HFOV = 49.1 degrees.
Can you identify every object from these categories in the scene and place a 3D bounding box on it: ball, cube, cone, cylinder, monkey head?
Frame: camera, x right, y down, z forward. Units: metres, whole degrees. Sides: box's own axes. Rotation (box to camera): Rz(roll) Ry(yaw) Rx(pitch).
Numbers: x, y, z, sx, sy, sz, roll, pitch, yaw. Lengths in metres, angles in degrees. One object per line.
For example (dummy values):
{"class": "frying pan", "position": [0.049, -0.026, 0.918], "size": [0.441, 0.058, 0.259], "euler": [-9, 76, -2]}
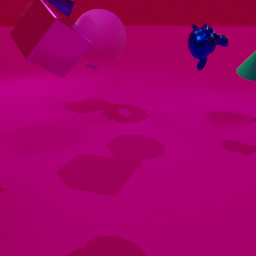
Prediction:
{"class": "ball", "position": [-0.710, -2.248, 7.003], "size": [1.343, 1.343, 1.343], "euler": [0, 22, 0]}
{"class": "cube", "position": [-1.605, -1.865, 5.838], "size": [1.019, 1.019, 1.019], "euler": [21, 26, -54]}
{"class": "cone", "position": [3.865, -2.046, 8.426], "size": [0.919, 0.923, 0.919], "euler": [0, 42, 0]}
{"class": "cylinder", "position": [-2.656, -4.539, 10.133], "size": [1.221, 1.221, 1.221], "euler": [21, 13, -24]}
{"class": "monkey head", "position": [1.967, -2.117, 7.013], "size": [0.909, 1.263, 0.761], "euler": [-1, -10, -26]}

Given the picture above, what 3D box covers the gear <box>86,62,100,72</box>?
{"class": "gear", "position": [-0.846, -2.763, 9.408], "size": [0.331, 1.788, 1.788], "euler": [28, 22, -6]}
